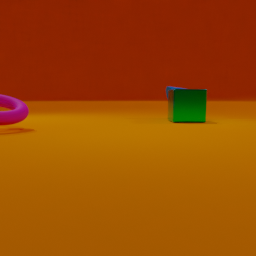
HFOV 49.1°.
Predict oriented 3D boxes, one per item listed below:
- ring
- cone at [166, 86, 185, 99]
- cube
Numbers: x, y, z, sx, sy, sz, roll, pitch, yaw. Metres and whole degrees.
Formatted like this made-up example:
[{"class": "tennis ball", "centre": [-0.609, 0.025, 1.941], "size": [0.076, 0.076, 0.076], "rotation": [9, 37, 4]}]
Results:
[{"class": "ring", "centre": [-3.788, -0.551, 7.891], "size": [1.879, 0.376, 1.879], "rotation": [12, 20, -4]}, {"class": "cone", "centre": [2.384, -1.461, 12.121], "size": [1.113, 1.108, 1.108], "rotation": [-21, 9, -8]}, {"class": "cube", "centre": [2.267, -0.873, 10.898], "size": [1.240, 1.240, 1.240], "rotation": [0, 6, -2]}]
